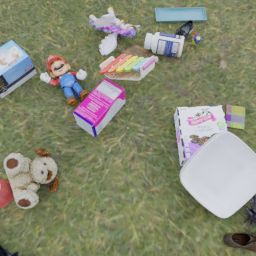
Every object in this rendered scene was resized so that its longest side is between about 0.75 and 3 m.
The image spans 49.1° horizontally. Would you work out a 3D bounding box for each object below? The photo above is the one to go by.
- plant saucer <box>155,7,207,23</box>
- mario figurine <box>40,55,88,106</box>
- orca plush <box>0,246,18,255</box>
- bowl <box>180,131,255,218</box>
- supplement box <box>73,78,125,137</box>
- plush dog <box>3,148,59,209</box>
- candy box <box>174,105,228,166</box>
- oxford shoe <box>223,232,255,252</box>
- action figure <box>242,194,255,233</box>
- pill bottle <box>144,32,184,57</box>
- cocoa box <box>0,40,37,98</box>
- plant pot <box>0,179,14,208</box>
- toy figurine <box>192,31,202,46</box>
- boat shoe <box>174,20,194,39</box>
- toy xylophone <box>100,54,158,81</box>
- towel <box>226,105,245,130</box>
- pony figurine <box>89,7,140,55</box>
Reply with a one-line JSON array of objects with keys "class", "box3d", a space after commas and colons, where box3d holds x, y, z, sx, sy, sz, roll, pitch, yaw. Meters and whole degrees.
[{"class": "plant saucer", "box3d": [2.661, -5.707, 14.205, 2.543, 0.241, 0.889, -1, 65, -1]}, {"class": "mario figurine", "box3d": [-2.739, -2.182, 11.933, 1.477, 1.269, 2.393, -21, 71, -47]}, {"class": "orca plush", "box3d": [-5.037, 4.196, 9.183, 2.523, 0.897, 1.327, 21, 67, 9]}, {"class": "bowl", "box3d": [3.241, 1.554, 9.847, 2.500, 0.933, 2.497, 43, 95, -9]}, {"class": "supplement box", "box3d": [-1.114, -0.848, 11.459, 1.076, 1.054, 2.082, 34, 69, 16]}, {"class": "plush dog", "box3d": [-3.442, 1.699, 10.282, 1.727, 1.614, 2.011, -18, 94, -23]}, {"class": "candy box", "box3d": [2.918, 0.282, 11.064, 1.895, 0.808, 2.259, -3, 65, -1]}, {"class": "oxford shoe", "box3d": [4.189, 3.831, 9.471, 1.693, 0.714, 0.615, -1, 63, -2]}, {"class": "action figure", "box3d": [4.972, 2.558, 9.777, 1.471, 1.263, 2.475, 41, 110, -10]}, {"class": "pill bottle", "box3d": [1.659, -3.875, 12.934, 1.718, 0.954, 0.954, 11, 65, 5]}, {"class": "cocoa box", "box3d": [-5.240, -2.550, 12.132, 1.298, 1.277, 1.946, 42, 72, 17]}, {"class": "plant pot", "box3d": [-4.774, 2.279, 10.060, 1.079, 0.955, 1.079, 0, 64, 0]}, {"class": "toy figurine", "box3d": [3.346, -4.291, 13.455, 0.472, 0.416, 0.789, 13, 66, 0]}, {"class": "boat shoe", "box3d": [2.639, -4.628, 13.515, 1.645, 0.545, 0.615, -41, 71, -17]}, {"class": "toy xylophone", "box3d": [0.101, -2.480, 10.991, 2.391, 0.601, 1.751, 5, 42, 36]}, {"class": "towel", "box3d": [4.534, -0.475, 11.808, 0.792, 0.125, 1.102, 9, 66, 4]}, {"class": "pony figurine", "box3d": [-0.828, -4.726, 13.107, 2.162, 1.865, 2.240, -31, 53, -23]}]
